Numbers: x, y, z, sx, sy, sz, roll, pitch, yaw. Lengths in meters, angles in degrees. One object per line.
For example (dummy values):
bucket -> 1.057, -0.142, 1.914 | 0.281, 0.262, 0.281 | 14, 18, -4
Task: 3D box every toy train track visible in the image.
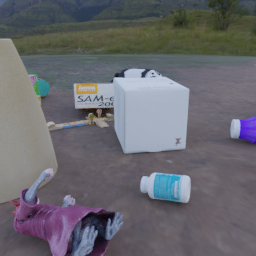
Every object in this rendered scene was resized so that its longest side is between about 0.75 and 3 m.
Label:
toy train track -> -1.630, -0.321, 9.924 | 2.584, 0.420, 1.482 | -11, 21, -29

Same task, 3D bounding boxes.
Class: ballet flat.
ballet flat -> -4.763, -1.761, 13.499 | 0.923, 1.005, 2.927 | -10, 16, 12

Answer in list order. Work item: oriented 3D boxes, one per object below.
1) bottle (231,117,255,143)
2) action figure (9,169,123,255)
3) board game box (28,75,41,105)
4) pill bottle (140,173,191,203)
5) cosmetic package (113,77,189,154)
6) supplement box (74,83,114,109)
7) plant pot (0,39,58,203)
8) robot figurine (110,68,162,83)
bottle -> 4.244, 0.086, 8.086 | 2.369, 0.773, 0.990 | 4, 20, 11
action figure -> -1.088, 1.472, 4.147 | 1.907, 1.277, 1.420 | 0, 55, 28
board game box -> -4.374, -1.426, 11.727 | 0.367, 1.391, 1.818 | 3, 19, 17
pill bottle -> 0.710, 1.120, 5.333 | 0.900, 0.499, 0.499 | 3, 18, 20
cosmetic package -> 0.567, -0.484, 8.249 | 1.764, 1.753, 2.108 | -3, 20, -10
supplement box -> -1.334, -1.328, 11.481 | 1.638, 0.956, 2.599 | -3, 7, -7
plant pot -> -3.050, -0.355, 5.966 | 2.771, 2.959, 2.771 | -1, 18, 0
robot figurine -> 0.453, -2.044, 13.283 | 2.494, 1.874, 1.556 | 8, 0, 23
